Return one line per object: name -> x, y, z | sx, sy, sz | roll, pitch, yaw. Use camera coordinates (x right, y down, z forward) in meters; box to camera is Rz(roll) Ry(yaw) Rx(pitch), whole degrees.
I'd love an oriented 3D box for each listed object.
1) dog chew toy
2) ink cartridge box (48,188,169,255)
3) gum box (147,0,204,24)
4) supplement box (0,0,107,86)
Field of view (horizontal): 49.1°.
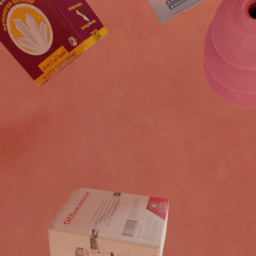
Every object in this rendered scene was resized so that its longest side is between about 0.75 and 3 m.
dog chew toy -> 2.006, -1.275, 4.455 | 1.764, 2.832, 1.764 | -2, 85, 23
ink cartridge box -> -0.187, 1.215, 3.364 | 1.242, 0.527, 0.905 | 6, 20, 12
gum box -> 1.180, -4.242, 7.283 | 2.010, 2.366, 0.527 | -21, 42, 28
supplement box -> -1.917, -2.440, 5.386 | 1.522, 2.758, 1.181 | -27, 21, 31
